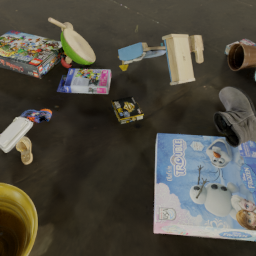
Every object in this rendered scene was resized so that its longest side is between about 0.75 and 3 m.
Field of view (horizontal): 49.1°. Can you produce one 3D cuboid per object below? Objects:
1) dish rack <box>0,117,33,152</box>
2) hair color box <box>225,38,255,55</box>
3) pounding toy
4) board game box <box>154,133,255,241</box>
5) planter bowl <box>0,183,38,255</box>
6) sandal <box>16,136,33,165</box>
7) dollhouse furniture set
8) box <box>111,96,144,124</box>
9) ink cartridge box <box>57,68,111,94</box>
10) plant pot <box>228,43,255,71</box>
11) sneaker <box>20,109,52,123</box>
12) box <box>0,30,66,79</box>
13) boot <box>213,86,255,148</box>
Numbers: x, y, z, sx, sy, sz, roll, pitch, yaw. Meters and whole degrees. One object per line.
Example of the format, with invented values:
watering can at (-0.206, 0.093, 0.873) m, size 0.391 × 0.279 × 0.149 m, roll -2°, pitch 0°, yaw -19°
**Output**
dish rack at (-3.386, 0.125, 8.231) m, size 0.967 × 0.245 × 1.127 m, roll 20°, pitch 65°, yaw 49°
hair color box at (4.913, -3.470, 12.222) m, size 1.256 × 0.380 × 0.628 m, roll -25°, pitch 51°, yaw -23°
pounding toy at (-2.431, -3.272, 11.501) m, size 2.190 × 1.016 × 1.691 m, roll 53°, pitch 24°, yaw 1°
board game box at (2.096, 1.379, 7.240) m, size 2.792 × 0.609 × 2.806 m, roll 2°, pitch 45°, yaw 4°
planter bowl at (-3.041, 2.464, 5.885) m, size 2.458 × 1.024 × 2.458 m, roll 0°, pitch 45°, yaw 0°
sandal at (-3.086, 0.532, 8.216) m, size 0.423 × 0.380 × 1.154 m, roll -25°, pitch 50°, yaw -10°
dollhouse furniture set at (1.316, -2.538, 11.185) m, size 2.614 × 1.705 × 2.467 m, roll -2°, pitch 11°, yaw 42°
box at (-0.031, -0.618, 9.489) m, size 0.826 × 0.255 × 1.034 m, roll -14°, pitch 47°, yaw -11°
ink cartridge box at (-1.642, -1.785, 10.563) m, size 1.927 × 0.404 × 1.150 m, roll 0°, pitch 45°, yaw 3°
plant pot at (4.773, -2.850, 11.216) m, size 1.075 × 1.086 × 1.086 m, roll -5°, pitch 45°, yaw -16°
sneaker at (-3.018, -0.363, 9.162) m, size 1.017 × 0.383 × 0.399 m, roll -9°, pitch 51°, yaw -6°
box at (-4.351, -3.193, 11.817) m, size 2.971 × 0.560 × 2.029 m, roll 17°, pitch 48°, yaw 17°
boot at (2.886, -0.427, 7.793) m, size 1.357 × 0.719 × 2.061 m, roll -4°, pitch 47°, yaw -28°
